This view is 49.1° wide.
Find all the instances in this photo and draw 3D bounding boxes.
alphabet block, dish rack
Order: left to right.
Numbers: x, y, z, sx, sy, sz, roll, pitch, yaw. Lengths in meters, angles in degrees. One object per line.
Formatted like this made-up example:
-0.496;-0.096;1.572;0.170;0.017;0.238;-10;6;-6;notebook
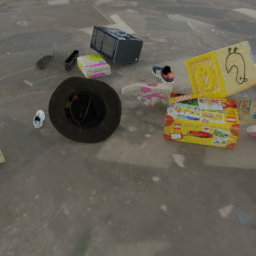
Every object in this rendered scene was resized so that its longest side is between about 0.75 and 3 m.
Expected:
-3.822;-3.677;15.079;2.133;0.582;1.636;7;39;9;dish rack
3.956;-2.375;11.940;1.988;1.942;1.952;-23;8;-24;alphabet block

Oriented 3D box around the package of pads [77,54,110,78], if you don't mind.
-1.826;-3.218;14.515;1.299;0.574;1.682;-15;41;-20;package of pads

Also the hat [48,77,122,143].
-1.662;-0.618;10.809;2.721;1.098;2.721;2;82;-15;hat

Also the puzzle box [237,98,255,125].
5.021;-0.705;11.386;1.134;0.217;1.705;-5;32;31;puzzle box

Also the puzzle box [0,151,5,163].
-5.123;0.798;9.805;1.107;0.212;1.664;-22;47;-29;puzzle box

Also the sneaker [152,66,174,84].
1.763;-2.853;13.943;0.648;0.730;1.728;-18;42;-21;sneaker

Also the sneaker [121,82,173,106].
0.804;-1.416;11.923;2.209;0.975;0.899;2;4;8;sneaker

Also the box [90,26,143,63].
-0.664;-4.546;15.241;1.744;1.258;2.349;-10;38;-41;box

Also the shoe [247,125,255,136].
5.391;0.397;9.943;0.818;1.042;2.291;-15;9;-42;shoe

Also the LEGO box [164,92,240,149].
2.750;-0.343;10.674;2.548;0.983;1.897;8;40;9;LEGO box

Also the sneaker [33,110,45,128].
-3.586;-0.430;11.274;0.381;0.385;1.061;-5;38;-5;sneaker
